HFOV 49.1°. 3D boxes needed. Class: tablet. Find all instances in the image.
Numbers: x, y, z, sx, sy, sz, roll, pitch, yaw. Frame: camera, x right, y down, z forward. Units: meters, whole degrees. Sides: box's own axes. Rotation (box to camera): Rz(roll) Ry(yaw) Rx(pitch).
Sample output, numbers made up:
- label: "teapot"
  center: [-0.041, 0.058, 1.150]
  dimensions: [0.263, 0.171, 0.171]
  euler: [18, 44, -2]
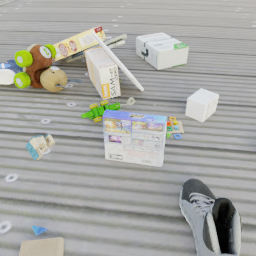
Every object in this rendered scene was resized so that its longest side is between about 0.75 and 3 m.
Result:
- label: "tablet"
  center: [-0.438, -2.851, 12.136]
  dimensions: [0.198, 1.891, 2.907]
  euler: [-42, 70, 6]

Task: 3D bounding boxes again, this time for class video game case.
- label: "video game case"
  center: [0.197, 0.327, 8.442]
  dimensions: [1.832, 1.660, 0.416]
  euler: [7, 37, 10]

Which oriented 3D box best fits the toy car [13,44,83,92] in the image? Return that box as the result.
- label: "toy car"
  center: [-3.287, -2.376, 12.177]
  dimensions: [2.453, 1.936, 2.015]
  euler: [25, 32, 13]

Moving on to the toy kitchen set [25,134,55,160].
- label: "toy kitchen set"
  center: [-2.144, 0.384, 6.366]
  dimensions: [0.457, 0.776, 0.622]
  euler: [54, 25, 11]

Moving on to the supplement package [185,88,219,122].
- label: "supplement package"
  center: [2.859, -0.890, 10.838]
  dimensions: [0.793, 0.787, 1.045]
  euler: [27, 44, 32]

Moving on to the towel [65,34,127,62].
- label: "towel"
  center: [-1.618, -4.093, 14.624]
  dimensions: [2.568, 0.461, 2.668]
  euler: [-1, 28, 47]

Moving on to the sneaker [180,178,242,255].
- label: "sneaker"
  center: [1.936, 1.874, 6.350]
  dimensions: [1.069, 1.645, 2.848]
  euler: [-2, 37, -4]

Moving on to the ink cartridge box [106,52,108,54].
- label: "ink cartridge box"
  center: [-1.403, -3.589, 14.689]
  dimensions: [0.807, 0.583, 0.586]
  euler: [-9, 37, -12]

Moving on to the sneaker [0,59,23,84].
- label: "sneaker"
  center: [-5.877, -2.748, 13.304]
  dimensions: [2.371, 0.955, 1.736]
  euler: [8, 33, 13]

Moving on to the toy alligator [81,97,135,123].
- label: "toy alligator"
  center: [-0.795, -0.706, 10.801]
  dimensions: [2.237, 0.663, 0.607]
  euler: [-19, 0, -24]

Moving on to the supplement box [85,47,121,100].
- label: "supplement box"
  center: [-1.137, -2.465, 12.371]
  dimensions: [0.846, 1.451, 2.302]
  euler: [-17, 40, -14]

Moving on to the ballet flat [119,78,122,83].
- label: "ballet flat"
  center: [-0.584, -2.386, 13.304]
  dimensions: [0.268, 0.286, 0.791]
  euler: [-23, 42, -28]

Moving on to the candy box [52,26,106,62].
- label: "candy box"
  center: [-2.709, -4.296, 14.384]
  dimensions: [2.904, 0.803, 1.676]
  euler: [-16, 21, 15]

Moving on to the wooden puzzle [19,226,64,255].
- label: "wooden puzzle"
  center: [-1.933, 2.901, 6.226]
  dimensions: [1.032, 0.179, 1.530]
  euler: [4, 36, -2]

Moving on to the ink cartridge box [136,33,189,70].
- label: "ink cartridge box"
  center: [1.768, -4.218, 15.146]
  dimensions: [1.837, 1.041, 2.506]
  euler: [-16, 39, -20]

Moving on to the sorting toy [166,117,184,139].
- label: "sorting toy"
  center: [1.620, -0.079, 10.246]
  dimensions: [0.769, 0.186, 1.366]
  euler: [0, 36, 0]
